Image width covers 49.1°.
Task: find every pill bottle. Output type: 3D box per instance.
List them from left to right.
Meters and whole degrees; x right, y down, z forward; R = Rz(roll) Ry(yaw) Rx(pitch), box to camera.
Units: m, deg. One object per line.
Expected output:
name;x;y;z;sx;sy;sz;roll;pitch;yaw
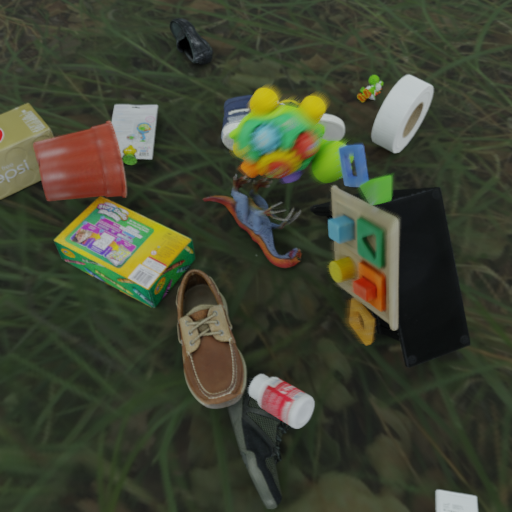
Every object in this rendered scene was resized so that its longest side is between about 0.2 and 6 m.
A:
pill bottle;0.352;2.090;8.170;0.902;0.506;0.506;22;53;37

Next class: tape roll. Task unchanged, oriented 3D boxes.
tape roll;3.452;-3.324;13.236;0.614;1.755;1.755;33;59;20

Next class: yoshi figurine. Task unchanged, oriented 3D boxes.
yoshi figurine;3.051;-4.529;14.993;0.503;0.501;0.895;28;54;28

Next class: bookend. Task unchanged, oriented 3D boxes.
bookend;2.388;0.235;10.516;1.294;2.792;2.810;-16;10;-14

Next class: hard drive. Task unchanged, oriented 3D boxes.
hard drive;3.052;4.093;8.493;0.616;0.125;0.934;8;52;6

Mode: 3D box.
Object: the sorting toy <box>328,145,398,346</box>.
sorting toy;1.672;0.031;9.334;0.503;3.695;2.081;-15;28;-15

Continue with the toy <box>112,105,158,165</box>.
toy;-3.019;-2.956;13.783;1.087;0.446;1.889;0;52;-3

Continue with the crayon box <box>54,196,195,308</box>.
crayon box;-2.657;-0.128;11.401;2.431;0.708;1.444;25;56;18

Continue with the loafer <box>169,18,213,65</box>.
loafer;-2.006;-6.201;16.135;0.717;0.694;2.043;-22;58;-27

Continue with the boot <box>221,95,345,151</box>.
boot;0.628;-3.392;13.694;2.962;1.078;1.338;-2;57;0

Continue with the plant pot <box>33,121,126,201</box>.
plant pot;-3.601;-1.840;11.406;1.559;1.603;1.603;-13;53;-18

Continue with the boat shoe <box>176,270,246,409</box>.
boat shoe;-0.908;1.336;9.676;1.085;1.029;2.866;-20;40;-4

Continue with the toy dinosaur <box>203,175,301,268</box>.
toy dinosaur;0.128;-0.635;11.956;1.241;2.363;2.144;8;66;-43

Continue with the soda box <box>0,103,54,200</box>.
soda box;-6.325;-1.887;12.412;3.761;1.274;1.204;-31;58;-21

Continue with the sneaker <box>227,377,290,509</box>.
sneaker;0.265;2.854;9.014;1.228;0.819;2.143;-16;48;-4

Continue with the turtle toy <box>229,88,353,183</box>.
turtle toy;0.712;-2.166;11.171;2.576;1.877;1.302;5;63;-15
